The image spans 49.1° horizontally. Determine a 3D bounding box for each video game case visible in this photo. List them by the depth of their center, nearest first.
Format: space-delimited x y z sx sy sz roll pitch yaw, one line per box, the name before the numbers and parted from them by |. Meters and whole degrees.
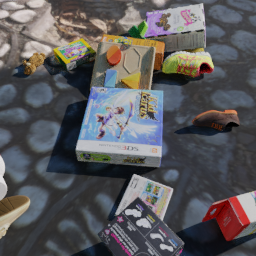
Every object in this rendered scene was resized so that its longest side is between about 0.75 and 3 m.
video game case | 0.442 1.938 7.324 1.155 0.150 1.269 19 53 13
video game case | -0.146 -0.142 8.691 2.417 0.606 2.667 5 51 3

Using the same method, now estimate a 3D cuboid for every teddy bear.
teddy bear | -3.613 -2.548 10.721 0.835 0.384 1.152 25 58 20

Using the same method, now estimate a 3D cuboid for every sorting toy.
sorting toy | -0.131 -2.552 9.991 2.152 0.429 2.912 7 78 7

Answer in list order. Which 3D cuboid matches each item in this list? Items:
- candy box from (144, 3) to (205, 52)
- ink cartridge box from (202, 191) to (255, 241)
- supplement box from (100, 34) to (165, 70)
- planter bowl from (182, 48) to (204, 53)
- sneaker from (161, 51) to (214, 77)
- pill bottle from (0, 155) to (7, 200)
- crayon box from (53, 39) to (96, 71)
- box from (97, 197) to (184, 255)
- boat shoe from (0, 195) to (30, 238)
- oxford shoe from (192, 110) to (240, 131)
candy box | 1.887 -4.004 11.311 2.348 0.840 1.970 -3 50 14
ink cartridge box | 2.866 2.032 6.598 1.987 1.154 0.668 -12 52 -10
supplement box | 0.132 -2.924 10.775 2.464 0.848 0.820 7 51 8
planter bowl | 2.668 -3.355 11.402 0.909 0.378 0.909 0 51 0
sneaker | 2.233 -2.273 10.284 2.040 0.797 0.921 -10 55 -9
pill bottle | -4.218 0.790 7.354 1.522 1.522 2.694 -29 57 -21
crayon box | -2.090 -2.911 11.040 1.317 0.384 1.136 -28 55 -21
box | 0.281 2.446 5.720 1.083 1.888 1.248 -39 62 -18
boat shoe | -3.237 2.333 6.717 0.703 0.633 1.948 17 37 41
oxford shoe | 2.783 -0.204 8.804 1.520 0.541 0.551 -8 57 -6
